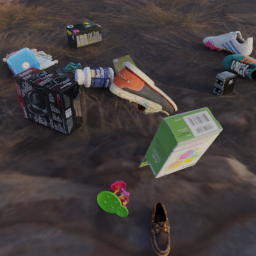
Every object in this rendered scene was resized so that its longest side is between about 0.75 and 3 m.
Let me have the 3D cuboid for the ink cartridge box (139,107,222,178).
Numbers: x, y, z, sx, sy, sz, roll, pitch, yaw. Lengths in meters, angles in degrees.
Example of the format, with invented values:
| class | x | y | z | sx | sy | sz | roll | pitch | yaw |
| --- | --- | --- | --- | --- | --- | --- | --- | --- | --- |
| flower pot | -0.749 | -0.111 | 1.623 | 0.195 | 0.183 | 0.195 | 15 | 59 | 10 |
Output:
| class | x | y | z | sx | sy | sz | roll | pitch | yaw |
| --- | --- | --- | --- | --- | --- | --- | --- | --- | --- |
| ink cartridge box | 1.185 | 0.561 | 6.911 | 1.216 | 2.342 | 0.694 | -15 | 60 | -23 |

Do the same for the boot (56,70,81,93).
| class | x | y | z | sx | sy | sz | roll | pitch | yaw |
| --- | --- | --- | --- | --- | --- | --- | --- | --- | --- |
| boot | -2.177 | -1.955 | 11.505 | 1.607 | 0.556 | 1.399 | 34 | 36 | 20 |

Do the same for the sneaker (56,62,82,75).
| class | x | y | z | sx | sy | sz | roll | pitch | yaw |
| --- | --- | --- | --- | --- | --- | --- | --- | --- | --- |
| sneaker | -2.582 | -2.652 | 12.413 | 1.196 | 0.546 | 0.464 | -4 | 37 | -4 |

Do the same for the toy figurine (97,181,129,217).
| class | x | y | z | sx | sy | sz | roll | pitch | yaw |
| --- | --- | --- | --- | --- | --- | --- | --- | --- | --- |
| toy figurine | -0.216 | 1.637 | 6.818 | 0.828 | 0.622 | 0.762 | 33 | 34 | 6 |

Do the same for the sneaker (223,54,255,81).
| class | x | y | z | sx | sy | sz | roll | pitch | yaw |
| --- | --- | --- | --- | --- | --- | --- | --- | --- | --- |
| sneaker | 5.152 | -2.595 | 12.117 | 2.251 | 0.803 | 0.899 | 22 | 38 | 24 |

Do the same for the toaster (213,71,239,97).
| class | x | y | z | sx | sy | sz | roll | pitch | yaw |
| --- | --- | --- | --- | --- | --- | --- | --- | --- | --- |
| toaster | 3.826 | -1.755 | 11.014 | 0.874 | 0.791 | 0.519 | -23 | 43 | -27 |

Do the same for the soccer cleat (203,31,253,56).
| class | x | y | z | sx | sy | sz | roll | pitch | yaw |
| --- | --- | --- | --- | --- | --- | --- | --- | --- | --- |
| soccer cleat | 5.122 | -4.477 | 14.325 | 0.938 | 1.159 | 2.685 | -29 | 45 | -33 |

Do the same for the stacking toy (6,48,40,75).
| class | x | y | z | sx | sy | sz | roll | pitch | yaw |
| --- | --- | --- | --- | --- | --- | --- | --- | --- | --- |
| stacking toy | -4.887 | -2.922 | 12.353 | 1.152 | 1.218 | 2.099 | -41 | 41 | -21 |

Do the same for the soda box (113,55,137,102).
| class | x | y | z | sx | sy | sz | roll | pitch | yaw |
| --- | --- | --- | --- | --- | --- | --- | --- | --- | --- |
| soda box | 0.055 | -2.041 | 11.288 | 0.760 | 0.804 | 2.374 | -18 | 40 | -3 |

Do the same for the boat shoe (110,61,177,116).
| class | x | y | z | sx | sy | sz | roll | pitch | yaw |
| --- | --- | --- | --- | --- | --- | --- | --- | --- | --- |
| boat shoe | 0.487 | -0.819 | 7.489 | 0.923 | 2.594 | 0.812 | 41 | 97 | 36 |

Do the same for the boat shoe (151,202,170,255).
| class | x | y | z | sx | sy | sz | roll | pitch | yaw |
| --- | --- | --- | --- | --- | --- | --- | --- | --- | --- |
| boat shoe | 0.694 | 2.170 | 6.135 | 0.410 | 0.410 | 1.165 | -1 | 38 | -3 |

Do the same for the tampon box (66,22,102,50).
| class | x | y | z | sx | sy | sz | roll | pitch | yaw |
| --- | --- | --- | --- | --- | --- | --- | --- | --- | --- |
| tampon box | -2.378 | -5.052 | 15.234 | 1.556 | 0.982 | 1.166 | -24 | 43 | -28 |

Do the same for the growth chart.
| class | x | y | z | sx | sy | sz | roll | pitch | yaw |
| --- | --- | --- | --- | --- | --- | --- | --- | --- | --- |
| growth chart | -4.685 | -3.301 | 13.536 | 2.641 | 0.234 | 1.911 | 25 | 43 | 29 |

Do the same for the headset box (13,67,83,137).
| class | x | y | z | sx | sy | sz | roll | pitch | yaw |
| --- | --- | --- | --- | --- | --- | --- | --- | --- | --- |
| headset box | -2.654 | -0.910 | 9.172 | 2.240 | 1.667 | 0.865 | 21 | 41 | 26 |

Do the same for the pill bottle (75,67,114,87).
| class | x | y | z | sx | sy | sz | roll | pitch | yaw |
| --- | --- | --- | --- | --- | --- | --- | --- | --- | --- |
| pill bottle | -1.352 | -2.023 | 11.195 | 1.439 | 0.799 | 0.799 | -3 | 36 | -21 |
